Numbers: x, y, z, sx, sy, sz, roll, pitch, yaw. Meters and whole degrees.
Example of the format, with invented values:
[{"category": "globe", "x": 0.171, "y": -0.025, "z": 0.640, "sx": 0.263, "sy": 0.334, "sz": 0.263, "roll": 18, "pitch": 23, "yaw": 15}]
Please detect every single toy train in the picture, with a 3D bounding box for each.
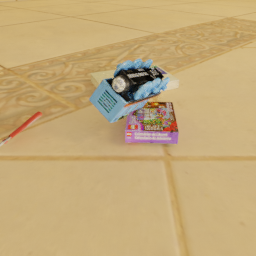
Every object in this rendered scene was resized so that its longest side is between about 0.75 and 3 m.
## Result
[{"category": "toy train", "x": 0.120, "y": -0.929, "z": 6.653, "sx": 0.961, "sy": 1.267, "sz": 2.218, "roll": 48, "pitch": 29, "yaw": 8}]

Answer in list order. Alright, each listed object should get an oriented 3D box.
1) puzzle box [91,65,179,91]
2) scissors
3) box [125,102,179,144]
[{"category": "puzzle box", "x": 0.206, "y": -1.641, "z": 9.732, "sx": 2.654, "sy": 0.337, "sz": 1.766, "roll": -11, "pitch": 33, "yaw": -18}, {"category": "scissors", "x": -2.792, "y": 0.253, "z": 6.591, "sx": 2.006, "sy": 0.140, "sz": 0.734, "roll": -45, "pitch": 13, "yaw": -21}, {"category": "box", "x": 0.597, "y": -0.196, "z": 7.221, "sx": 1.237, "sy": 0.354, "sz": 1.808, "roll": 1, "pitch": 28, "yaw": 3}]
